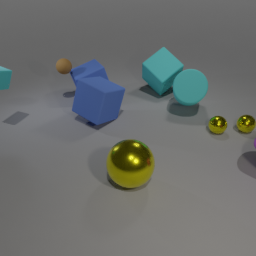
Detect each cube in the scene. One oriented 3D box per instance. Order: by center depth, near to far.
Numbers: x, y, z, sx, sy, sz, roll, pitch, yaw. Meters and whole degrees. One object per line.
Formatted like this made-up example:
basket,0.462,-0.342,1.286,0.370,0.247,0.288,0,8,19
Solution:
cube,-4.624,-1.777,9.814,0.700,0.700,0.700,21,16,9
cube,-1.187,-1.144,11.296,1.400,1.400,1.400,28,27,24
cube,-1.744,-2.190,13.226,1.400,1.400,1.400,-27,36,-10
cube,1.649,-2.737,13.627,1.400,1.400,1.400,-40,74,-11

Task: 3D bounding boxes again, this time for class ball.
ball,0.072,1.017,8.058,1.400,1.400,1.400,0,30,0
ball,3.435,-0.125,10.710,0.700,0.700,0.700,0,30,0
ball,4.548,-0.166,10.774,0.700,0.700,0.700,0,30,0
ball,-2.845,-2.737,12.446,0.700,0.700,0.700,0,30,0

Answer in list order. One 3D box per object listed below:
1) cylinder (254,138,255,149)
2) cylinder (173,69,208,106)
cylinder,4.543,0.729,7.901,1.400,1.400,1.400,-33,10,7
cylinder,2.611,-1.683,11.888,1.400,1.400,1.400,6,2,10
